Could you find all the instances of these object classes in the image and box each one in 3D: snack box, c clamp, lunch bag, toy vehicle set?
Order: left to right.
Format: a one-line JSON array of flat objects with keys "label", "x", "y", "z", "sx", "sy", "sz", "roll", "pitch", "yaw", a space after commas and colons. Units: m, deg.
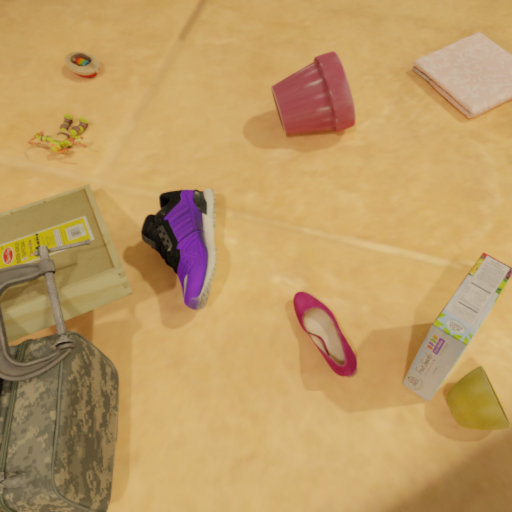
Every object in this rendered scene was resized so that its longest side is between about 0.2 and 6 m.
[{"label": "lunch bag", "x": -3.424, "y": 2.670, "z": 8.256, "sx": 2.236, "sy": 1.857, "sz": 2.666, "roll": -14, "pitch": 56, "yaw": 10}, {"label": "c clamp", "x": -3.071, "y": 0.739, "z": 7.915, "sx": 1.645, "sy": 0.261, "sz": 1.926, "roll": -9, "pitch": 71, "yaw": -13}, {"label": "toy vehicle set", "x": -3.706, "y": -0.029, "z": 9.750, "sx": 2.362, "sy": 0.504, "sz": 3.801, "roll": -21, "pitch": 33, "yaw": -13}, {"label": "snack box", "x": 3.141, "y": 1.191, "z": 8.877, "sx": 0.590, "sy": 2.228, "sz": 1.585, "roll": 34, "pitch": 63, "yaw": 22}]

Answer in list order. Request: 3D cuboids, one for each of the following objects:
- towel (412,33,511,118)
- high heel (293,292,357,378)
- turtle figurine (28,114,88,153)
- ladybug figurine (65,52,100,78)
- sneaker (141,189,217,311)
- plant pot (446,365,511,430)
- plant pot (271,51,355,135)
[{"label": "towel", "x": 5.355, "y": -4.432, "z": 13.689, "sx": 2.312, "sy": 0.373, "sz": 2.208, "roll": -27, "pitch": 60, "yaw": -17}, {"label": "high heel", "x": 1.112, "y": 1.272, "z": 9.608, "sx": 0.617, "sy": 0.879, "sz": 1.833, "roll": -30, "pitch": 63, "yaw": 5}, {"label": "turtle figurine", "x": -4.196, "y": -2.642, "z": 12.443, "sx": 1.472, "sy": 0.474, "sz": 1.187, "roll": 5, "pitch": 47, "yaw": 18}, {"label": "ladybug figurine", "x": -4.274, "y": -4.701, "z": 13.862, "sx": 0.999, "sy": 0.359, "sz": 0.678, "roll": 33, "pitch": 63, "yaw": 19}, {"label": "sneaker", "x": -1.471, "y": -0.178, "z": 10.443, "sx": 1.378, "sy": 0.963, "sz": 2.771, "roll": 5, "pitch": 48, "yaw": -11}, {"label": "plant pot", "x": 3.491, "y": 2.362, "z": 8.968, "sx": 0.722, "sy": 1.017, "sz": 1.017, "roll": -26, "pitch": 56, "yaw": 17}, {"label": "plant pot", "x": 1.204, "y": -3.441, "z": 12.355, "sx": 1.531, "sy": 1.710, "sz": 1.710, "roll": -17, "pitch": 58, "yaw": 4}]
